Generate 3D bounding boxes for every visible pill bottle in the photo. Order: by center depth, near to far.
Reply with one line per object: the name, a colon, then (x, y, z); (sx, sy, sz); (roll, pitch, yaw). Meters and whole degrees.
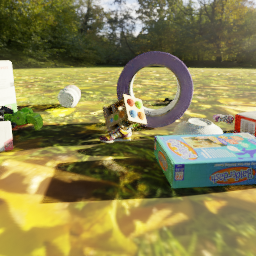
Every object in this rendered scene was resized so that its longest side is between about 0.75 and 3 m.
pill bottle: (-2.988, -1.579, 14.199); (1.017, 1.017, 1.838); (-1, 15, -4)

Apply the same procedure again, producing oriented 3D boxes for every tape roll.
tape roll: (0.990, -1.462, 10.482); (2.738, 2.738, 1.164); (1, 15, 5)

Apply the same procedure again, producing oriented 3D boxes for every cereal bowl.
cereal bowl: (2.149, 0.117, 8.486); (1.551, 0.646, 1.551); (3, 21, -1)

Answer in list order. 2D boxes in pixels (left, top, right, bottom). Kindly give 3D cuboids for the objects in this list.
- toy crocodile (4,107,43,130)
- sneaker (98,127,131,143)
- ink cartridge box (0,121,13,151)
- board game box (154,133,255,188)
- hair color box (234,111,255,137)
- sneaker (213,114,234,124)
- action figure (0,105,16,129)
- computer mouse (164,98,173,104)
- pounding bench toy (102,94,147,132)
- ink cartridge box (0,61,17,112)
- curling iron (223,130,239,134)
toy crocodile: (-4.307, -0.285, 10.275); (2.437, 0.752, 0.822); (-3, 16, 6)
sneaker: (-0.413, 0.182, 8.789); (1.050, 0.473, 0.393); (-4, 16, -19)
ink cartridge box: (-3.864, 0.269, 7.900); (1.080, 0.787, 0.458); (-7, 17, -24)
board game box: (2.105, 0.686, 6.729); (2.648, 0.596, 2.014); (-1, 15, -5)
hair color box: (4.964, -0.171, 9.432); (2.457, 0.752, 1.247); (-9, 18, -20)
sneaker: (3.277, -0.336, 9.679); (0.765, 0.308, 0.338); (6, 12, -12)
action figure: (-4.436, -0.275, 8.838); (1.174, 1.367, 2.301); (-10, 0, -1)
computer mouse: (2.403, -1.545, 15.429); (0.545, 0.317, 1.861); (-4, 15, -11)
pounding bench toy: (0.098, -0.402, 9.251); (1.111, 0.885, 1.425); (-26, -23, 35)
ink cartridge box: (-5.828, -1.639, 11.882); (0.988, 2.351, 1.716); (12, 19, 36)
curling iron: (3.903, 0.468, 8.020); (0.663, 0.342, 2.675); (-13, 20, -39)
